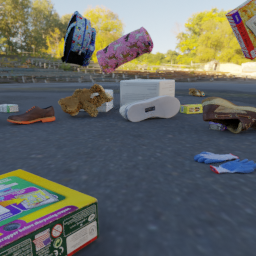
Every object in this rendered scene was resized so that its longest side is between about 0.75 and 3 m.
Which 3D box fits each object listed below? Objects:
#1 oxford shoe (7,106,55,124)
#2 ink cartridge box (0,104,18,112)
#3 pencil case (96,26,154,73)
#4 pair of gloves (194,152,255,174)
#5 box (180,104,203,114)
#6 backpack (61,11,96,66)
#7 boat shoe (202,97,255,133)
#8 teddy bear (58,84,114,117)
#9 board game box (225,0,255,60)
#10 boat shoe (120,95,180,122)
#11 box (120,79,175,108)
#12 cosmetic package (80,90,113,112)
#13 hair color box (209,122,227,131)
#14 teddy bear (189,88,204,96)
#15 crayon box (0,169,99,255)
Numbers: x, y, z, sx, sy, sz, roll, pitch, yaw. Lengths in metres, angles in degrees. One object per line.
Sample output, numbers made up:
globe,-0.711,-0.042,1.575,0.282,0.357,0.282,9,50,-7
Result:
oxford shoe,-4.017,-0.577,11.631,1.947,0.706,0.693,-9,15,-36
ink cartridge box,-6.324,-1.038,14.730,0.849,0.357,0.619,4,13,21
pencil case,-0.137,-3.033,11.061,2.304,0.997,0.954,-23,-24,18
pair of gloves,2.219,0.770,6.514,1.110,0.157,1.380,-3,13,-15
box,3.509,-0.997,14.390,1.636,0.410,0.616,-5,13,-24
backpack,-1.981,-3.767,11.697,1.284,1.743,1.909,10,-35,-18
boat shoe,3.768,-0.248,9.776,2.729,0.982,0.984,16,-22,-20
teddy bear,-1.994,-1.277,13.520,1.933,0.890,2.666,33,50,13
board game box,3.901,-3.059,7.758,1.924,1.458,0.446,-34,22,9
boat shoe,0.983,-0.902,12.655,2.952,1.047,1.030,-14,20,-28
box,1.161,-1.956,16.109,2.435,1.600,2.448,6,13,27
cosmetic package,-1.827,-1.540,15.396,1.761,1.083,1.756,3,12,7
hair color box,3.469,-0.131,10.532,0.500,0.296,0.914,10,17,39
teddy bear,5.776,-2.924,23.735,1.206,0.555,1.663,-17,27,-33
crayon box,-1.703,1.204,3.276,1.797,0.607,2.083,7,14,38
